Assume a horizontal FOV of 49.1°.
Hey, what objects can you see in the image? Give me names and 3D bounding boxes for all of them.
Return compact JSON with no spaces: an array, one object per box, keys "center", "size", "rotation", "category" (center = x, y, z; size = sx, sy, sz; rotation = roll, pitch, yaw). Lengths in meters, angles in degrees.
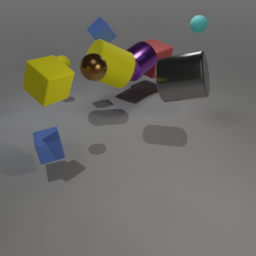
[{"center":[-0.874,-1.540,7.118],"size":[0.700,0.700,0.700],"rotation":[0,29,0],"category":"ball"},{"center":[1.727,-1.572,8.718],"size":[1.400,1.400,1.400],"rotation":[-5,26,23],"category":"cylinder"},{"center":[2.976,-4.374,11.811],"size":[0.700,0.700,0.700],"rotation":[0,29,0],"category":"ball"},{"center":[-0.992,-3.619,10.633],"size":[0.700,0.700,0.700],"rotation":[-43,52,5],"category":"cube"},{"center":[-1.670,-0.998,5.881],"size":[0.700,0.700,0.700],"rotation":[40,40,17],"category":"cube"},{"center":[-2.961,-2.898,12.586],"size":[0.700,0.700,0.700],"rotation":[0,29,0],"category":"ball"},{"center":[-2.268,0.495,8.052],"size":[0.700,0.700,0.700],"rotation":[-15,38,-14],"category":"cube"},{"center":[-0.689,-2.316,10.240],"size":[1.400,1.400,1.400],"rotation":[15,19,-33],"category":"cylinder"},{"center":[1.256,-3.573,14.366],"size":[1.400,1.400,1.400],"rotation":[32,43,31],"category":"cube"},{"center":[0.410,-3.121,13.096],"size":[1.400,1.400,1.400],"rotation":[21,48,32],"category":"cylinder"}]
